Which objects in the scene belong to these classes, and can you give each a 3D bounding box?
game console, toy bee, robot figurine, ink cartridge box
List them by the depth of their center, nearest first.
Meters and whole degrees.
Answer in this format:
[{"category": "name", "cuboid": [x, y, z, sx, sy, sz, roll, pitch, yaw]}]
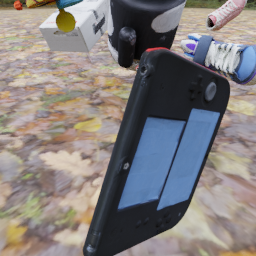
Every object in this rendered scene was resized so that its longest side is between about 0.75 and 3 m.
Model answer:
[{"category": "game console", "cuboid": [0.281, 0.207, 1.943, 0.202, 1.304, 1.153, 24, 13, 33]}, {"category": "toy bee", "cuboid": [-1.206, -2.083, 4.119, 0.963, 1.160, 1.772, -13, -1, 14]}, {"category": "robot figurine", "cuboid": [0.370, -2.796, 7.090, 2.207, 2.937, 1.833, -25, 65, -20]}, {"category": "ink cartridge box", "cuboid": [-1.479, -3.352, 8.778, 1.547, 0.898, 2.144, 10, 52, 28]}]

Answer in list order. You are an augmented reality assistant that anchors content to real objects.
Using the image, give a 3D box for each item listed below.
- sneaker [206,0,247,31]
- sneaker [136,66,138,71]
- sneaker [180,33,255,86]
[{"category": "sneaker", "cuboid": [2.822, -3.350, 8.205, 0.699, 1.336, 0.503, -23, 76, -39]}, {"category": "sneaker", "cuboid": [0.665, -1.139, 6.467, 1.092, 0.449, 0.425, 26, 12, -5]}, {"category": "sneaker", "cuboid": [1.783, -1.445, 5.723, 1.437, 0.791, 1.963, 12, 18, -7]}]
